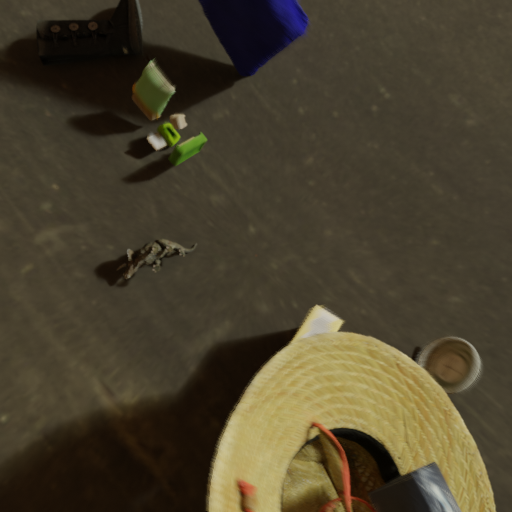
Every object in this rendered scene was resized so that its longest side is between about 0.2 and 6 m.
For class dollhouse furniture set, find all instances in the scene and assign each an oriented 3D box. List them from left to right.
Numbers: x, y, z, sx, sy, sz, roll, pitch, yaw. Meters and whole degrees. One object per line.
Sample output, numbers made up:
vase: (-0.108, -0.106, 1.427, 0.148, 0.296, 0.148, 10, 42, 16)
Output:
dollhouse furniture set: (-1.781, -2.549, 10.296, 1.814, 0.907, 0.700, 51, 51, 1)

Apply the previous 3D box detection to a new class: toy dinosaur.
toy dinosaur: (-1.666, -0.093, 9.496, 1.376, 0.529, 0.704, -32, 34, -28)

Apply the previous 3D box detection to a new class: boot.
boot: (-3.510, -4.861, 11.817, 2.105, 0.691, 1.735, -8, 62, 1)

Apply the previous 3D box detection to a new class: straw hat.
straw hat: (0.866, 3.174, 7.044, 4.269, 1.807, 4.269, 16, 55, -25)

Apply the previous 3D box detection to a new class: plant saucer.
plant saucer: (2.975, 1.714, 8.613, 0.936, 0.235, 0.936, -24, 43, 25)

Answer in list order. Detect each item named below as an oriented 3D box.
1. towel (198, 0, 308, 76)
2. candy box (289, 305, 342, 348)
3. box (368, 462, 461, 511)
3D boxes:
towel: (-0.380, -5.096, 10.363, 0.773, 2.304, 3.120, -35, 103, -22)
candy box: (0.557, 1.701, 8.334, 0.496, 1.035, 1.793, 33, 68, 12)
box: (1.945, 3.063, 6.451, 0.633, 1.078, 1.060, -34, 65, 21)
